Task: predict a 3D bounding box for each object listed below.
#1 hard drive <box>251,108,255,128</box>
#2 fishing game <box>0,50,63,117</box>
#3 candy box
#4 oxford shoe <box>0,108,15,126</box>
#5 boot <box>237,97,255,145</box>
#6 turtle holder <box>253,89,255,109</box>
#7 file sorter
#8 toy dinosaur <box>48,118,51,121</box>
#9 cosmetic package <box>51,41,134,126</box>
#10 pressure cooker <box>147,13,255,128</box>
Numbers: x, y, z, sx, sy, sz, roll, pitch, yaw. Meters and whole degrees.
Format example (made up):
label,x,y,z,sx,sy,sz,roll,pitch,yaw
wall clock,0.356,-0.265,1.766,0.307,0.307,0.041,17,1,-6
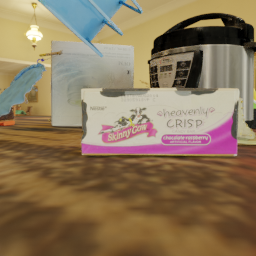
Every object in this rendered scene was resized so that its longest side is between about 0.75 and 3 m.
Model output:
label,x,y,z,sx,sy,sz,roll,pitch,yaw
hard drive,3.691,-0.332,8.551,2.929,0.620,1.976,1,3,13
fishing game,-2.905,-0.995,7.579,1.995,2.786,0.433,7,-32,48
candy box,0.351,-0.120,3.783,1.548,0.692,2.270,0,3,4
oxford shoe,-4.606,-0.411,9.322,0.685,0.698,1.924,1,3,18
boot,1.551,-0.094,3.832,0.835,0.646,0.301,-1,3,-10
turtle holder,4.664,-1.180,12.002,2.091,1.954,2.752,-2,3,-42
file sorter,-0.425,-2.964,5.547,1.753,2.527,1.550,37,11,-40
toy dinosaur,-3.328,-0.542,14.744,1.926,0.457,0.849,3,-3,3
cosmetic package,-1.175,-1.299,8.949,2.488,2.496,1.534,-1,3,-14
pressure cooker,1.568,-1.174,6.206,2.248,2.556,2.283,0,4,0
